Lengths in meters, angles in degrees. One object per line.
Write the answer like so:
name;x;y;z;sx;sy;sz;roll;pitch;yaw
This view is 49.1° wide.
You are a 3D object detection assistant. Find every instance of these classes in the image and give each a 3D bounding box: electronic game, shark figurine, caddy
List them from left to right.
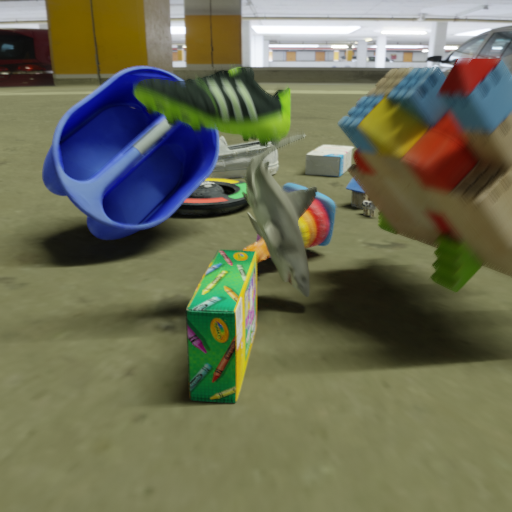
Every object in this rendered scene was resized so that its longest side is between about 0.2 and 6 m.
caddy;-1.873;-1.611;8.704;1.542;2.077;2.938;-20;27;53
electronic game;-1.056;-1.239;11.059;2.108;0.439;2.108;0;20;0
shark figurine;0.312;-0.654;6.278;0.871;2.086;1.247;-26;46;-6

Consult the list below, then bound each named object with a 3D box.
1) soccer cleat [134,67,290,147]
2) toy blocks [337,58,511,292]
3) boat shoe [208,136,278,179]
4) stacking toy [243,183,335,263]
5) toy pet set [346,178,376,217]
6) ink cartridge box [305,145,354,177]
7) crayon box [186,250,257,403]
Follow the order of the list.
soccer cleat;-0.401;-1.637;5.787;1.774;0.719;0.599;6;3;-34
toy blocks;1.930;-1.024;6.116;1.665;2.278;3.332;-46;24;-3
boat shoe;-0.823;-2.343;13.229;2.795;0.958;1.006;-3;21;-8
stacking toy;0.358;-0.286;7.915;0.924;0.874;1.592;25;41;26
toy pet set;2.422;-1.203;10.640;1.267;0.673;1.183;-16;26;-37
ink cartridge box;1.861;-2.390;13.979;0.875;0.516;1.520;8;22;21
crayon box;-0.291;0.616;5.505;0.448;0.913;1.536;2;20;6
